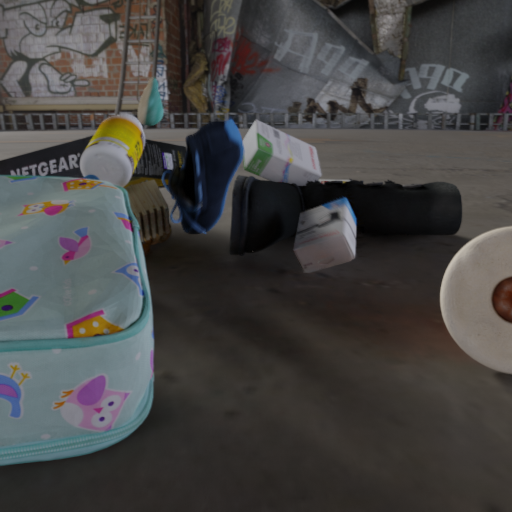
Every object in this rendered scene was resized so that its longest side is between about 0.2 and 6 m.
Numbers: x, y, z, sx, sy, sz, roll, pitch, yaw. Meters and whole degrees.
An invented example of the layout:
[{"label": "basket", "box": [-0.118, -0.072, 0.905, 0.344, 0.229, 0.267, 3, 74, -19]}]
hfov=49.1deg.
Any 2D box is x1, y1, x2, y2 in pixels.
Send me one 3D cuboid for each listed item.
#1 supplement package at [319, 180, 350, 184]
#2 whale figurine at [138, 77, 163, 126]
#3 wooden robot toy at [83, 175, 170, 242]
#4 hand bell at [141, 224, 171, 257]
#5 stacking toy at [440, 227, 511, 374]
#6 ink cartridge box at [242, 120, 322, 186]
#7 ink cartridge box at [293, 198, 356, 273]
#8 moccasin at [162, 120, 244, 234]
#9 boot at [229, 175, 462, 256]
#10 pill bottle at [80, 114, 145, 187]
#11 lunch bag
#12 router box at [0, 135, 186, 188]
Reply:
[{"label": "supplement package", "box": [1.533, -1.081, 10.934, 0.711, 0.685, 1.250, 2, 15, 7]}, {"label": "whale figurine", "box": [-1.689, -2.512, 9.178, 0.393, 0.758, 0.603, 14, 4, -9]}, {"label": "wooden robot toy", "box": [-2.457, 0.125, 6.444, 3.375, 1.487, 1.532, -10, 54, -34]}, {"label": "hand bell", "box": [-1.645, -0.212, 8.535, 0.503, 0.503, 0.966, 1, 28, 5]}, {"label": "stacking toy", "box": [2.502, 0.414, 5.328, 1.249, 1.249, 1.709, 8, 0, 26]}, {"label": "ink cartridge box", "box": [0.449, -1.744, 10.002, 1.289, 0.541, 0.933, 20, 40, -21]}, {"label": "ink cartridge box", "box": [0.952, -0.291, 7.644, 0.727, 0.419, 1.002, -17, 29, 21]}, {"label": "moccasin", "box": [-0.748, -0.903, 6.589, 0.677, 1.985, 0.799, -16, 64, -25]}, {"label": "boot", "box": [1.441, -0.618, 8.738, 3.489, 1.145, 2.876, 6, 17, 4]}, {"label": "pill bottle", "box": [-1.897, -1.453, 7.589, 0.668, 0.668, 1.223, 1, 39, 3]}, {"label": "lunch bag", "box": [-2.075, 0.286, 4.409, 2.368, 1.138, 2.953, -5, 28, -16]}, {"label": "router box", "box": [-3.157, -1.607, 10.860, 2.969, 0.776, 2.335, -7, 1, 28]}]
